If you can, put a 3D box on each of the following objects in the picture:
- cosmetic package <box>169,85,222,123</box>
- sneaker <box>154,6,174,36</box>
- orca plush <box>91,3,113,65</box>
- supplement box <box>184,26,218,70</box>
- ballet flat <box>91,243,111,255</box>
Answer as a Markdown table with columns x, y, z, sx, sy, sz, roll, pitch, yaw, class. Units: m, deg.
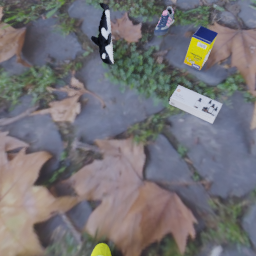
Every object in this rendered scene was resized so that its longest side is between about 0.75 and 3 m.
| x | y | z | sx | sy | sz | roll | pitch | yaw | class |
| --- | --- | --- | --- | --- | --- | --- | --- | --- | --- |
| 2.215 | -0.802 | 9.214 | 1.558 | 0.395 | 0.643 | 27 | 61 | 16 | cosmetic package |
| 1.352 | -4.066 | 10.635 | 0.536 | 0.627 | 1.528 | 10 | 48 | 21 | sneaker |
| -0.976 | -3.357 | 10.097 | 0.752 | 2.115 | 1.113 | -5 | 18 | -4 | orca plush |
| 2.543 | -2.803 | 9.864 | 0.673 | 1.229 | 0.669 | 29 | 56 | 14 | supplement box |
| -0.721 | 3.501 | 6.437 | 0.547 | 0.549 | 1.638 | 15 | 61 | 0 | ballet flat |
